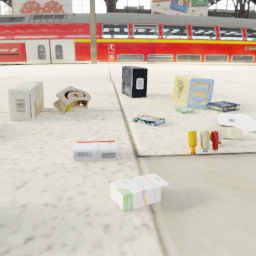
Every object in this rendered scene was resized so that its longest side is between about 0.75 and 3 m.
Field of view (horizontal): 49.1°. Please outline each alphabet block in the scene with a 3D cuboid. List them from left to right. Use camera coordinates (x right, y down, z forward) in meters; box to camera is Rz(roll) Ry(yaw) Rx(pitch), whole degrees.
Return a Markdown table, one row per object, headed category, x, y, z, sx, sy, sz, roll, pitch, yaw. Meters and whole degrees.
| category | x | y | z | sx | sy | sz | roll | pitch | yaw |
| --- | --- | --- | --- | --- | --- | --- | --- | --- | --- |
| alphabet block | 3.375 | -1.951 | 14.680 | 1.515 | 1.523 | 1.551 | 1 | 17 | -21 |

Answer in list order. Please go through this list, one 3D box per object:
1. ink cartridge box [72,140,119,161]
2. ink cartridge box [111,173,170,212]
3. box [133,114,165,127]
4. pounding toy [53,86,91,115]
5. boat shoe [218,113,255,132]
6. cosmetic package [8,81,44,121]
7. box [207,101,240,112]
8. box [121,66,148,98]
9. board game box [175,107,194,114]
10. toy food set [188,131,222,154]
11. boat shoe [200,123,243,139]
| category | x | y | z | sx | sy | sz | roll | pitch | yaw |
| --- | --- | --- | --- | --- | --- | --- | --- | --- | --- |
| ink cartridge box | -0.981 | 0.530 | 8.574 | 1.304 | 0.385 | 1.629 | -2 | 18 | -6 |
| ink cartridge box | 0.257 | 1.326 | 5.905 | 1.104 | 0.372 | 0.647 | -8 | 18 | -25 |
| box | 0.886 | -0.333 | 11.782 | 1.125 | 0.212 | 0.768 | 14 | 21 | 38 |
| pounding toy | -2.746 | -1.189 | 14.038 | 1.335 | 1.340 | 2.335 | 31 | 32 | 5 |
| boat shoe | 4.419 | -0.275 | 10.975 | 0.609 | 0.645 | 1.798 | -11 | 13 | -28 |
| cosmetic package | -4.663 | -1.330 | 13.065 | 0.973 | 1.439 | 2.736 | 0 | 18 | -6 |
| box | 4.816 | -1.096 | 14.109 | 1.283 | 0.327 | 1.011 | -7 | 18 | -30 |
| box | 0.383 | -2.952 | 17.735 | 1.141 | 1.842 | 1.810 | -5 | 18 | -22 |
| board game box | 2.739 | -0.858 | 13.701 | 0.592 | 0.128 | 0.879 | -4 | 17 | -15 |
| toy food set | 2.478 | 0.463 | 8.759 | 0.732 | 0.690 | 1.534 | -5 | -7 | 36 |
| boat shoe | 3.273 | 0.101 | 9.854 | 1.428 | 0.513 | 0.425 | 7 | 6 | 17 |
